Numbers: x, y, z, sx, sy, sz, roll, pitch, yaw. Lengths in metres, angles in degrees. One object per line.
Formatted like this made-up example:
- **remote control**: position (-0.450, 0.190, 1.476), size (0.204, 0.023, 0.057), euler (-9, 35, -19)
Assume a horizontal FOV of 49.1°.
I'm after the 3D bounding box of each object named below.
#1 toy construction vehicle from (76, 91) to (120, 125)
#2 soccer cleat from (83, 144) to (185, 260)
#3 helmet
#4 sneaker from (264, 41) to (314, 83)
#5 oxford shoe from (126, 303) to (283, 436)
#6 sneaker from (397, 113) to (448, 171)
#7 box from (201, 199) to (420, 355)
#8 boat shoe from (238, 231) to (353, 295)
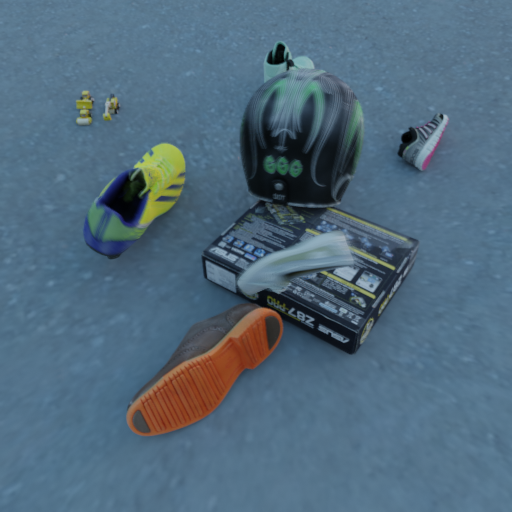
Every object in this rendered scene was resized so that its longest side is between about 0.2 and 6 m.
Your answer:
- **toy construction vehicle**: position (-3.874, -3.627, 13.523), size (1.015, 0.410, 1.165), euler (1, 47, 1)
- **soccer cleat**: position (-2.030, -1.270, 10.346), size (1.051, 1.359, 3.250), euler (30, 44, -3)
- **helmet**: position (0.842, -2.215, 10.285), size (2.472, 2.357, 2.472), euler (6, 16, -2)
- **sneaker**: position (0.888, -4.750, 13.904), size (0.869, 1.392, 2.360), euler (17, 48, 17)
- **oxford shoe**: position (-0.859, 1.636, 8.429), size (2.727, 0.972, 0.994), euler (-32, 33, -29)
- **sneaker**: position (3.671, -2.655, 12.431), size (0.794, 0.670, 1.816), euler (26, 56, 14)
- **box**: position (0.945, 0.064, 9.756), size (3.011, 0.739, 2.427), euler (25, 51, 23)
- **boat shoe**: position (0.535, 0.201, 8.030), size (1.705, 0.628, 0.547), euler (-24, 73, 12)
